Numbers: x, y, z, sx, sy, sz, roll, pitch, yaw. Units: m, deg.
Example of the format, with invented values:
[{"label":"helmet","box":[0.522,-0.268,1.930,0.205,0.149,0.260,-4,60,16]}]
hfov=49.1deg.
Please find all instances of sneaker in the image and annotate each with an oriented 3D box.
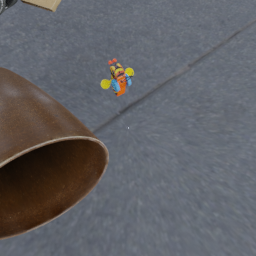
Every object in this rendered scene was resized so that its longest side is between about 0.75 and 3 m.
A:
[{"label":"sneaker","box":[-3.200,-2.942,6.567,0.984,0.723,2.176,19,33,15]}]

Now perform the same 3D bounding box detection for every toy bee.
[{"label":"toy bee","box":[-0.200,-1.270,6.661,0.842,1.286,0.699,-25,84,-35]}]

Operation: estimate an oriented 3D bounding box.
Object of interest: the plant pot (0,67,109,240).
[{"label":"plant pot","box":[-1.651,0.119,4.032,1.948,1.948,2.084,-29,60,-20]}]

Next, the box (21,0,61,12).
[{"label":"box","box":[-2.027,-3.929,7.406,1.356,0.176,1.659,27,87,28]}]
